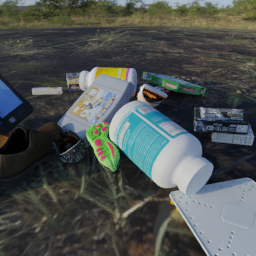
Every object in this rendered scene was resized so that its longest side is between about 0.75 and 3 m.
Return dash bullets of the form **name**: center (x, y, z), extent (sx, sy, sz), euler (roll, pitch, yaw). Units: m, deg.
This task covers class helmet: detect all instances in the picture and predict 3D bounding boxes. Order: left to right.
- **helmet**: center (-1.675, 0.601, 8.193), extent (0.943, 0.943, 0.899), euler (-26, 65, -43)

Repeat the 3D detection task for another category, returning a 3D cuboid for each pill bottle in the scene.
- **pill bottle**: center (-0.961, -2.263, 13.734), extent (2.670, 1.392, 1.392), euler (4, 26, 10)
- **pill bottle**: center (0.814, 0.501, 7.147), extent (1.483, 1.483, 2.677), euler (-18, 43, -34)

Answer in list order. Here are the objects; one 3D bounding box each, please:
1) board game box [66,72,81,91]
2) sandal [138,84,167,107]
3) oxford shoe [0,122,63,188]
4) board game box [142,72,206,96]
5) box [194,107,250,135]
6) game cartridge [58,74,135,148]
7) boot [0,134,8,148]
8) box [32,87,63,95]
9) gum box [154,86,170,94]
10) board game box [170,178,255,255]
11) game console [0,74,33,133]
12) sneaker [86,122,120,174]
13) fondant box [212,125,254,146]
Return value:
- **board game box**: center (-2.608, -2.637, 15.688), extent (1.574, 0.402, 2.323), euler (-6, 26, -12)
- **sandal**: center (0.957, -1.342, 12.566), extent (1.111, 0.831, 2.901), euler (26, 3, -7)
- **oxford shoe**: center (-2.753, 0.407, 8.169), extent (1.038, 1.206, 2.857), euler (8, 28, 12)
- **board game box**: center (2.299, -2.310, 14.427), extent (1.921, 0.416, 2.855), euler (2, 19, -35)
- **box**: center (3.190, -0.279, 9.748), extent (1.732, 0.431, 1.366), euler (4, 24, 13)
- **game cartridge**: center (-1.083, -0.694, 9.787), extent (1.843, 0.575, 2.768), euler (21, 67, 44)
- **boot**: center (-4.572, 0.079, 9.431), extent (2.468, 0.845, 2.323), euler (16, 29, 28)
- **box**: center (-4.080, -1.879, 14.204), extent (1.473, 0.305, 0.285), euler (-2, 25, -3)
- **gum box**: center (1.649, -1.901, 14.221), extent (0.914, 0.302, 0.519), euler (-19, 32, -37)
- **board game box**: center (2.340, 1.974, 6.017), extent (2.247, 0.291, 2.248), euler (-7, 26, -14)
- **game console**: center (-4.567, -0.966, 9.400), extent (1.863, 2.183, 1.291), euler (-46, 5, -25)
- **sneaker**: center (-0.696, 0.540, 8.013), extent (0.782, 0.854, 2.038), euler (-15, 38, -4)
- **fondant box**: center (3.591, 0.179, 9.725), extent (1.302, 0.379, 0.940), euler (6, 26, 13)
